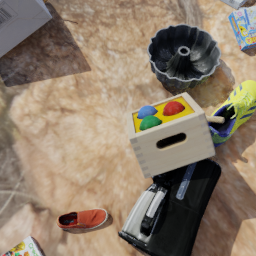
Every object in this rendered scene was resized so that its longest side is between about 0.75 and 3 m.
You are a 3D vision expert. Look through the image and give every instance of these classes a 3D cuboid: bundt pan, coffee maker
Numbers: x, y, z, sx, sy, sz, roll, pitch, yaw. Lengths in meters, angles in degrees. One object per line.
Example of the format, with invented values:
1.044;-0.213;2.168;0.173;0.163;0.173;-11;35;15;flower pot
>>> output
1.862;-2.367;9.678;2.480;0.931;2.480;0;65;0;bundt pan
1.411;2.123;7.217;2.564;1.798;2.670;31;68;-4;coffee maker

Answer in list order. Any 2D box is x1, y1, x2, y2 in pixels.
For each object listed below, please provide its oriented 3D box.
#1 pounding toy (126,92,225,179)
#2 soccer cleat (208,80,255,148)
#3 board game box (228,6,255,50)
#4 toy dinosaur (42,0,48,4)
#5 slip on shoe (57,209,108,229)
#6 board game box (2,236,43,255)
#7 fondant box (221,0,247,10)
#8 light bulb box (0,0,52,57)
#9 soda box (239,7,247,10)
1.275;-0.281;7.454;2.481;1.292;2.825;-20;22;5;pounding toy
3.317;-0.554;8.630;0.943;1.220;2.916;39;70;17;soccer cleat
4.675;-3.764;10.427;1.436;0.401;1.406;-17;82;-8;board game box
-3.626;-4.409;10.794;1.125;0.640;2.118;33;94;15;toy dinosaur
-1.248;2.472;7.611;1.412;0.432;0.523;-5;63;-4;slip on shoe
-2.549;3.570;7.187;0.813;0.223;1.288;-34;69;-16;board game box
4.520;-5.548;11.523;0.934;0.377;1.295;39;69;17;fondant box
-4.681;-4.416;9.778;2.810;1.769;2.835;-34;67;7;light bulb box
4.596;-4.325;10.986;0.297;0.276;0.870;-8;64;-4;soda box
